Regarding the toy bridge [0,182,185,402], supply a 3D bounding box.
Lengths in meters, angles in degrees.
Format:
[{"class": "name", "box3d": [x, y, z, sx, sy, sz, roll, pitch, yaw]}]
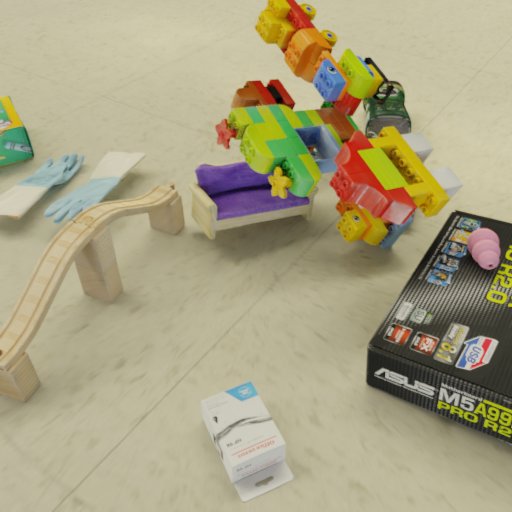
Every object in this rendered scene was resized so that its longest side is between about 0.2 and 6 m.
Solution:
[{"class": "toy bridge", "box3d": [-2.401, 0.046, 8.419, 0.589, 1.456, 4.331, 17, 45, 19]}]

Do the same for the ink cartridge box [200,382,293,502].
[{"class": "ink cartridge box", "box3d": [-0.113, 2.206, 6.771, 0.716, 0.413, 1.237, -18, 45, -19]}]

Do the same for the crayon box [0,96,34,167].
[{"class": "crayon box", "box3d": [-6.225, -2.372, 11.593, 2.729, 0.795, 1.621, -20, 46, -21]}]

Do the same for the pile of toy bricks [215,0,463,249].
[{"class": "pile of toy bricks", "box3d": [0.601, -2.034, 9.364, 2.520, 2.832, 5.105, -14, 61, -31]}]

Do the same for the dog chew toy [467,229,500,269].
[{"class": "dog chew toy", "box3d": [3.281, -0.075, 8.016, 0.436, 0.436, 0.700, 4, 40, 4]}]

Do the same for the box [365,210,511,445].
[{"class": "box", "box3d": [3.541, 0.859, 7.782, 2.849, 0.787, 3.556, 18, 44, 29]}]

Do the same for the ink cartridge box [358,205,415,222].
[{"class": "ink cartridge box", "box3d": [2.400, -1.124, 10.553, 1.268, 0.257, 1.266, 9, 43, 20]}]

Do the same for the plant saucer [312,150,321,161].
[{"class": "plant saucer", "box3d": [0.593, -2.206, 11.896, 1.858, 0.176, 0.649, 25, 48, 25]}]

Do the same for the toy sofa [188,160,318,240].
[{"class": "toy sofa", "box3d": [-0.035, -1.093, 9.788, 2.132, 1.040, 0.883, -12, 39, -26]}]

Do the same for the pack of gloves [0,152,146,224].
[{"class": "pack of gloves", "box3d": [-3.572, -1.230, 10.745, 2.154, 0.506, 2.564, 4, 37, 18]}]

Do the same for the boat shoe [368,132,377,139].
[{"class": "boat shoe", "box3d": [2.466, -2.052, 11.219, 1.793, 0.671, 0.554, 15, 57, 21]}]

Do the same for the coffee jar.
[{"class": "coffee jar", "box3d": [2.895, -3.236, 12.559, 0.978, 0.801, 1.876, 3, 43, 6]}]
